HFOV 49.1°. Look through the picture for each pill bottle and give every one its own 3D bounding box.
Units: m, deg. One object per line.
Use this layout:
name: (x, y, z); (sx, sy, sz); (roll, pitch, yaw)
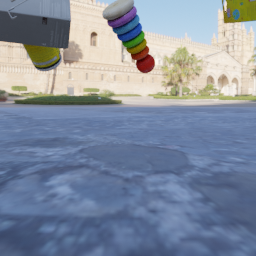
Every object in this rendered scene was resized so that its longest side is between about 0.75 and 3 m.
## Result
pill bottle: (-3.466, -3.377, 10.873); (1.231, 1.231, 2.189); (1, -35, 10)

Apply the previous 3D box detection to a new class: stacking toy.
stacking toy: (0.183, -3.171, 10.180); (1.189, 2.785, 1.189); (-20, 36, 15)

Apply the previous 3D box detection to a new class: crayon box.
crayon box: (3.497, -3.762, 8.117); (0.497, 1.243, 1.958); (-20, 22, -13)

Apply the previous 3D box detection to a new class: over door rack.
over door rack: (-2.062, -2.866, 5.660); (0.390, 1.171, 0.865); (42, -16, -13)

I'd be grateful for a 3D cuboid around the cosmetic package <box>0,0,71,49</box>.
cosmetic package: (-2.618, -2.848, 7.257); (2.157, 0.973, 1.152); (-2, -24, -17)
